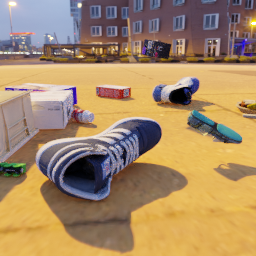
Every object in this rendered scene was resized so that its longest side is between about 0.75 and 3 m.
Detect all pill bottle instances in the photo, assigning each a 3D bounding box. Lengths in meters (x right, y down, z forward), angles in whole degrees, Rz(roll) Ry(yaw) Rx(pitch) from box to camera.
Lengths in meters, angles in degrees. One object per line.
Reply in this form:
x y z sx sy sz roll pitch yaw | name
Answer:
-1.552 -0.403 9.613 0.776 0.438 0.438 10 19 31 | pill bottle

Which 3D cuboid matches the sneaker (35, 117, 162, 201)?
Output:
-0.240 0.507 5.338 2.749 0.963 1.491 -15 16 -24 | sneaker

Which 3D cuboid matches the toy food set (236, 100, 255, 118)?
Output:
5.466 -0.982 11.357 2.044 0.594 2.961 4 16 14 | toy food set

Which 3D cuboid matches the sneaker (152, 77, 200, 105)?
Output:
2.597 -1.609 13.067 2.660 1.075 1.536 -19 27 -32 | sneaker

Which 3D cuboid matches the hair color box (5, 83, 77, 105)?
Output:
-3.852 -1.439 12.467 2.811 0.911 1.536 5 17 24 | hair color box

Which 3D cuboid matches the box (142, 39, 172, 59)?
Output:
1.156 -3.148 11.202 1.029 0.629 0.546 -4 22 -37 | box

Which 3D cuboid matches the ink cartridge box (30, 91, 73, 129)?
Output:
-2.848 -0.669 9.608 1.661 0.938 2.263 -1 16 -3 | ink cartridge box

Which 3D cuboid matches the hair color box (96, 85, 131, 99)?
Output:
-0.782 -1.947 14.905 1.737 0.532 0.882 12 20 35 | hair color box

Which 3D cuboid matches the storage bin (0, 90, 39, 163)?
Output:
-4.145 -0.124 7.046 2.831 1.326 2.810 1 16 1 | storage bin

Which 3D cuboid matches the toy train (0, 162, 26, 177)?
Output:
-2.678 0.807 5.700 1.250 0.261 0.352 3 6 9 | toy train

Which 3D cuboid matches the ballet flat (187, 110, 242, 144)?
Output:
1.968 0.065 6.507 1.332 0.494 0.494 33 24 10 | ballet flat
